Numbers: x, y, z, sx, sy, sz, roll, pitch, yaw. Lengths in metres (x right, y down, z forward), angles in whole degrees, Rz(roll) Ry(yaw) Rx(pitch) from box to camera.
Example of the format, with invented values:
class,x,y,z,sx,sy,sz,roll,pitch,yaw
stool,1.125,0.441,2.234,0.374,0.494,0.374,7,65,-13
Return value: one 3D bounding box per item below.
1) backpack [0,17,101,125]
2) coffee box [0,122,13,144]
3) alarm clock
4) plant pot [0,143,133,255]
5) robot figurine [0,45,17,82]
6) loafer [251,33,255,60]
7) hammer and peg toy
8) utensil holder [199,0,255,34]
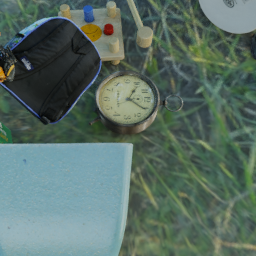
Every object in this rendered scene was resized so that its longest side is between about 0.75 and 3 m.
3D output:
class,x,y,z,sx,sy,sz,roll,pitch,yaw
backpack,-1.619,-1.239,5.644,1.826,1.671,1.342,-49,31,-11
coffee box,-2.991,1.019,6.078,0.612,1.712,2.784,-16,69,-4
alarm clock,0.219,-0.631,7.266,2.398,0.798,1.617,0,66,2
plant pot,-1.134,1.648,5.518,2.440,2.434,2.486,0,81,0
robot figurine,-2.219,-1.156,4.016,0.982,0.394,1.354,-22,85,-16
loafer,3.831,-2.437,8.302,0.318,0.329,0.936,4,67,2
hammer and peg toy,-0.700,-2.763,8.127,2.662,0.939,1.958,-5,65,-2
utensil holder,3.714,-4.487,8.142,2.360,2.360,2.777,40,75,15
